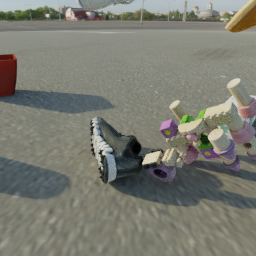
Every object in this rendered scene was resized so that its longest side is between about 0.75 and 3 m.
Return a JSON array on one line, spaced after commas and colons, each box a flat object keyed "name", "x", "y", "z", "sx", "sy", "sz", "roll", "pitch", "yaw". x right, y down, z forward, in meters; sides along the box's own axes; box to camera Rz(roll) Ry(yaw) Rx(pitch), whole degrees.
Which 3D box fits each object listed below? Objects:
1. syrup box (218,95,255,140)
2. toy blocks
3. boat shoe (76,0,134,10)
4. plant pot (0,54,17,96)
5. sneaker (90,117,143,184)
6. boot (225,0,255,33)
[{"name": "syrup box", "x": 2.838, "y": -0.333, "z": 7.242, "sx": 0.711, "sy": 0.687, "sz": 1.745, "roll": 15, "pitch": 27, "yaw": 31}, {"name": "toy blocks", "x": 1.544, "y": 0.385, "z": 5.117, "sx": 1.694, "sy": 1.525, "sz": 1.812, "roll": -18, "pitch": 32, "yaw": 44}, {"name": "boat shoe", "x": 0.102, "y": -3.391, "z": 6.535, "sx": 2.640, "sy": 0.975, "sz": 1.126, "roll": -29, "pitch": 49, "yaw": -14}, {"name": "plant pot", "x": -4.763, "y": -1.887, "z": 10.142, "sx": 1.489, "sy": 1.312, "sz": 1.487, "roll": -11, "pitch": 25, "yaw": -22}, {"name": "sneaker", "x": -0.244, "y": 0.364, "z": 5.683, "sx": 0.939, "sy": 0.689, "sz": 2.075, "roll": -3, "pitch": 26, "yaw": -15}, {"name": "boot", "x": 2.711, "y": -1.542, "z": 3.819, "sx": 2.302, "sy": 1.648, "sz": 0.810, "roll": -36, "pitch": 9, "yaw": 10}]
